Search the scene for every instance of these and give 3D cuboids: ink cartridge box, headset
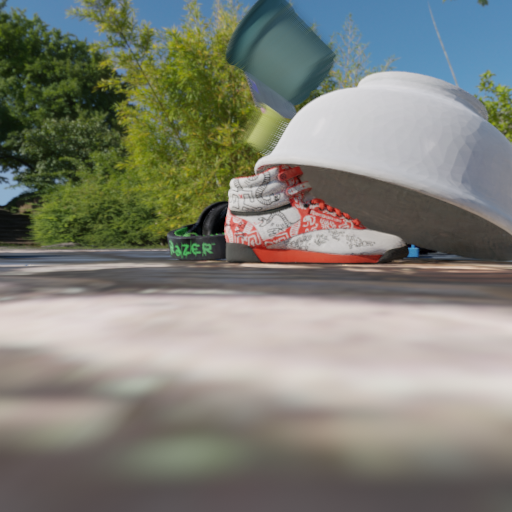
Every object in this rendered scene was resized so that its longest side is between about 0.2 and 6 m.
[{"bbox_3d":[0.215,-3.183,10.889,1.026,1.007,0.222,-1,-24,-36],"label":"ink cartridge box"},{"bbox_3d":[-0.107,-0.537,7.769,1.558,1.186,2.523,2,13,38],"label":"headset"}]

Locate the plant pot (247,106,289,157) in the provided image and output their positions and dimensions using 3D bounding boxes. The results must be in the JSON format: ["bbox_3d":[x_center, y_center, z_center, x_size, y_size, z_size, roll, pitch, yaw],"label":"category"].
[{"bbox_3d":[0.238,-2.048,9.526,0.742,0.682,0.742,38,9,-7],"label":"plant pot"}]

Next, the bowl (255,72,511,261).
[{"bbox_3d":[1.674,-1.094,6.390,3.155,1.418,3.155,20,-3,1],"label":"bowl"}]

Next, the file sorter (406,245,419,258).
[{"bbox_3d":[2.006,-0.626,9.554,1.488,1.316,2.145,1,1,16],"label":"file sorter"}]

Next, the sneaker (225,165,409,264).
[{"bbox_3d":[0.615,-0.432,5.844,1.920,1.029,0.641,0,1,9],"label":"sneaker"}]

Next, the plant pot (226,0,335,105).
[{"bbox_3d":[0.478,-3.431,9.553,1.416,1.446,1.446,43,8,7],"label":"plant pot"}]

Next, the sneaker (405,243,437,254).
[{"bbox_3d":[3.733,-0.495,12.282,3.482,1.296,1.524,-11,14,-14],"label":"sneaker"}]
